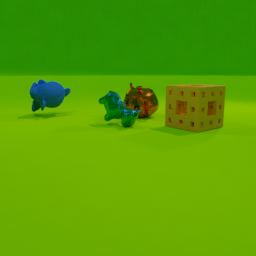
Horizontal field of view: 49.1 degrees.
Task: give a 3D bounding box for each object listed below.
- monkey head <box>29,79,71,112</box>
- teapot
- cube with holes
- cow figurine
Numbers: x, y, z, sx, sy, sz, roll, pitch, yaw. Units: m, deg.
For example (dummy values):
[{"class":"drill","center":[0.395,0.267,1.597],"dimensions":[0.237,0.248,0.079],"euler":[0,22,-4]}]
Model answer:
[{"class":"monkey head","center":[-2.796,-1.002,9.728],"dimensions":[1.088,1.299,1.806],"euler":[26,30,7]},{"class":"teapot","center":[0.393,-0.962,9.386],"dimensions":[1.223,0.963,1.967],"euler":[-13,29,-13]},{"class":"cube with holes","center":[1.820,-0.592,7.654],"dimensions":[1.129,1.129,1.129],"euler":[-9,15,-38]},{"class":"cow figurine","center":[-0.234,-0.559,7.880],"dimensions":[0.640,1.166,1.147],"euler":[-18,-3,-44]}]
